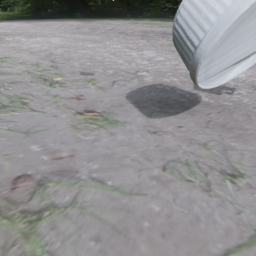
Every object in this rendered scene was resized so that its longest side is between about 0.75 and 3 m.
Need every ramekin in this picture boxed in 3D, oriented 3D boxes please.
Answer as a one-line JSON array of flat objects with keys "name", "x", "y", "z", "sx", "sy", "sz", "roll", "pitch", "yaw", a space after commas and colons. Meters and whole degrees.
[{"name": "ramekin", "x": 2.306, "y": -2.341, "z": 6.266, "sx": 2.930, "sy": 2.930, "sz": 1.364, "roll": -18, "pitch": 63, "yaw": -33}]
